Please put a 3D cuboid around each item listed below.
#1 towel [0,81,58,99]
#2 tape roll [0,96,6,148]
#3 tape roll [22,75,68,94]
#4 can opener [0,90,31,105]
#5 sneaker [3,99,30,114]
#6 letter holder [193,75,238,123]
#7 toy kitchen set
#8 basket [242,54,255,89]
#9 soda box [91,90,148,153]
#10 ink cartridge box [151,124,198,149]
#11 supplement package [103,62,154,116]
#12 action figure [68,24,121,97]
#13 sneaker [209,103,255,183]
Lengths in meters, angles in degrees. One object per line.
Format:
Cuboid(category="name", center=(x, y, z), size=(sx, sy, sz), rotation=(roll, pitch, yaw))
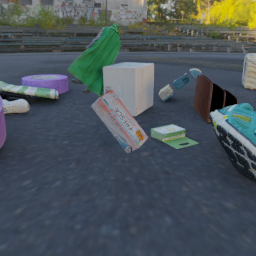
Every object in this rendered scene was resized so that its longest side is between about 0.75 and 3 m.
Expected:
Cuboid(category="towel", center=(-4.064, -1.555, 11.396), size=(2.404, 0.281, 1.833), rotation=(8, 10, -17))
Cuboid(category="tape roll", center=(-3.851, -0.129, 6.132), size=(2.130, 0.905, 2.130), rotation=(8, 34, -6))
Cuboid(category="tape roll", center=(-3.941, -2.093, 13.418), size=(2.094, 0.687, 2.094), rotation=(0, 19, 0))
Cuboid(category="can opener", center=(-4.630, -1.203, 10.879), size=(1.792, 0.568, 0.705), rotation=(4, 33, 10))
Cuboid(category="sneaker", center=(-4.013, -0.681, 9.619), size=(1.385, 0.487, 0.555), rotation=(0, 25, 20))
Cuboid(category="letter holder", center=(2.876, -1.057, 9.272), size=(0.934, 1.320, 1.857), rotation=(0, 18, 0))
Cuboid(category="toy kitchen set", center=(2.457, -1.399, 11.567), size=(1.848, 1.480, 1.088), rotation=(-33, 8, 20))
Cuboid(category="basket", center=(7.063, -2.759, 13.957), size=(2.477, 1.679, 1.528), rotation=(7, 24, 20))
Cuboid(category="soda box", center=(-0.163, -0.120, 5.476), size=(0.385, 1.212, 0.415), rotation=(-41, 6, -39))
Cuboid(category="ink cartridge box", center=(1.196, 0.199, 7.224), size=(0.770, 0.254, 1.059), rotation=(-11, 19, -30))
Cuboid(category="supplement package", center=(0.057, -1.441, 9.942), size=(1.243, 1.616, 1.690), rotation=(8, 20, 23))
Cuboid(category="action figure", center=(-0.954, -2.559, 9.820), size=(0.776, 1.676, 2.837), rotation=(7, 63, 40))
Cuboid(category="sneaker", center=(2.386, 0.065, 5.594), size=(1.099, 1.069, 2.759), rotation=(-24, 18, 13))
